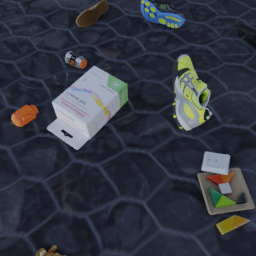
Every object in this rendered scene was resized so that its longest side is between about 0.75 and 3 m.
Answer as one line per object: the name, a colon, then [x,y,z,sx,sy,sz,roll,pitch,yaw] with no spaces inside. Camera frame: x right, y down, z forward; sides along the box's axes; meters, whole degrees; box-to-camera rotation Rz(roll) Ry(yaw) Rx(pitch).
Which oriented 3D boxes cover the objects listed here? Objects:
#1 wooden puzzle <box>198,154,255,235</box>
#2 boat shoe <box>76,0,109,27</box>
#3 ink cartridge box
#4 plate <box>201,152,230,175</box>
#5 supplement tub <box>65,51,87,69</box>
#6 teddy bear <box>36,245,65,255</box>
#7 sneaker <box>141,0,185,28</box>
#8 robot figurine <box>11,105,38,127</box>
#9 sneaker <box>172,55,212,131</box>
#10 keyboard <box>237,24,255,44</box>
wooden puzzle: [2.834,1.803,8.099,1.483,0.257,2.198,-12,56,-8]
boat shoe: [-1.688,-5.175,12.702,1.787,0.645,0.643,-46,36,-15]
ink cartridge box: [-1.390,-0.737,9.420,1.563,0.898,2.669,31,61,19]
plate: [2.684,1.033,8.549,0.775,0.125,0.773,8,47,20]
supplement tub: [-2.028,-2.649,10.974,0.794,0.487,0.487,28,60,19]
teddy bear: [-1.950,3.292,7.079,0.822,0.274,0.596,33,60,20]
sneaker: [1.554,-5.166,12.600,2.231,0.791,0.925,28,48,15]
robot figurine: [-3.496,-0.413,9.426,0.934,0.545,0.672,-40,66,-24]
sneaker: [1.942,-1.142,8.395,1.010,0.997,2.644,-16,57,29]
keyboard: [5.584,-3.757,11.897,2.207,0.437,1.149,36,40,23]
